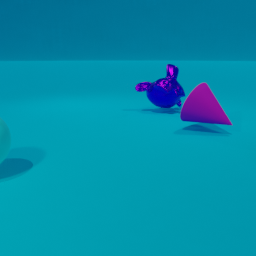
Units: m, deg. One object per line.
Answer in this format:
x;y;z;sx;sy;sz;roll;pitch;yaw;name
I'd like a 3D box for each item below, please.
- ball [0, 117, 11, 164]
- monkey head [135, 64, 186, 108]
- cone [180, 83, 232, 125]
-2.475;0.211;4.535;1.080;1.080;1.080;0;15;0;ball
1.301;-1.422;9.779;1.946;1.400;1.173;17;-22;-21;monkey head
2.185;-0.381;7.247;1.180;1.176;1.176;37;33;29;cone
